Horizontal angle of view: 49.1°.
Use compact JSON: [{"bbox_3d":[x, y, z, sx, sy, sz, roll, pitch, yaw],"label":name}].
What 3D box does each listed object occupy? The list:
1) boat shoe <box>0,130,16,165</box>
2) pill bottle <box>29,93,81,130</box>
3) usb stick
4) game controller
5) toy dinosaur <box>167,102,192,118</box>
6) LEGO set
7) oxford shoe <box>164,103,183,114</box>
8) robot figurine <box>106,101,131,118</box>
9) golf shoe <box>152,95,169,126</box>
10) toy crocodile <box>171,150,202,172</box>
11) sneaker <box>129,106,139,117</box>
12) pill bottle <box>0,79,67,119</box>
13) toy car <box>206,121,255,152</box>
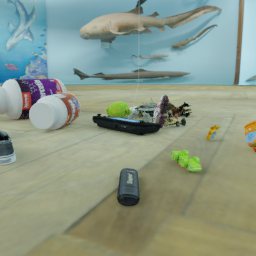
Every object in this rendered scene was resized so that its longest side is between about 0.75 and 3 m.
[{"bbox_3d":[-3.086,0.329,6.637,0.662,0.625,1.845,-6,13,-29],"label":"boat shoe"},{"bbox_3d":[-2.535,-0.587,9.857,1.173,1.173,2.092,2,12,11],"label":"pill bottle"},{"bbox_3d":[0.011,0.944,4.673,0.341,0.200,1.229,0,11,1],"label":"usb stick"},{"bbox_3d":[-0.083,-0.181,9.507,2.430,0.512,1.268,11,16,43],"label":"game controller"},{"bbox_3d":[2.336,-0.792,12.463,1.283,0.655,0.871,-34,12,-32],"label":"toy dinosaur"},{"bbox_3d":[1.141,-0.685,11.119,1.920,0.838,2.957,-10,14,-38],"label":"LEGO set"},{"bbox_3d":[2.110,-0.935,13.262,1.208,0.510,0.439,2,11,4],"label":"oxford shoe"},{"bbox_3d":[-0.401,-0.762,11.914,1.060,0.699,1.208,4,12,18],"label":"robot figurine"},{"bbox_3d":[1.077,-0.622,9.570,0.388,1.069,0.492,15,-1,-39],"label":"golf shoe"},{"bbox_3d":[1.182,0.689,5.808,0.343,0.314,1.017,-4,16,-20],"label":"toy crocodile"},{"bbox_3d":[0.210,-0.717,12.540,0.592,0.464,1.191,-6,2,7],"label":"sneaker"},{"bbox_3d":[-4.197,-1.268,11.986,2.920,1.642,1.642,-11,16,-42],"label":"pill bottle"},{"bbox_3d":[2.986,0.362,7.426,0.644,0.949,1.936,-56,19,-22],"label":"toy car"}]
